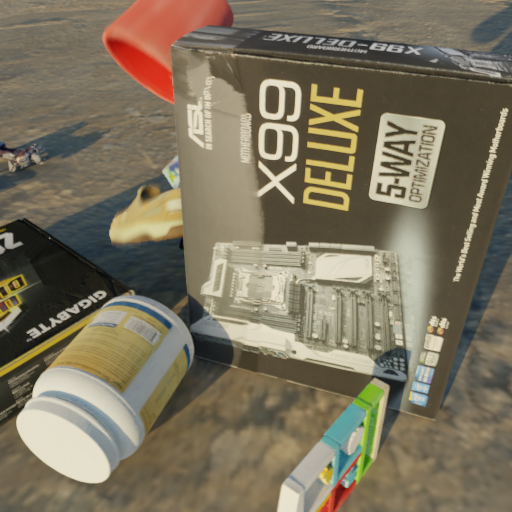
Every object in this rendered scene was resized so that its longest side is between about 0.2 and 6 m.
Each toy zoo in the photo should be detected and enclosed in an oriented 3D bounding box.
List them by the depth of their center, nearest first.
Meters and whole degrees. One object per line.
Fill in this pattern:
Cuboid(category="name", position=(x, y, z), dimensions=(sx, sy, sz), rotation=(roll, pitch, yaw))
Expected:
Cuboid(category="toy zoo", position=(0.666, 2.079, 5.205), dimensions=(0.182, 1.166, 1.777), rotation=(25, 43, 32))

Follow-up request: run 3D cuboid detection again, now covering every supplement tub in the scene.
Cuboid(category="supplement tub", position=(-1.576, 1.389, 6.090), dimensions=(1.257, 1.257, 1.738), rotation=(13, 38, 17))

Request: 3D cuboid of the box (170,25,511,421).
Cuboid(category="box", position=(0.783, -0.247, 6.037), dimensions=(3.108, 3.941, 0.981), rotation=(12, 37, 14))

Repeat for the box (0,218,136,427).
Cuboid(category="box", position=(-3.697, 0.963, 7.064), dimensions=(2.777, 0.858, 3.478), rotation=(26, 43, 34))

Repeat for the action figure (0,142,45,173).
Cuboid(category="action figure", position=(-5.023, -2.114, 11.740), dimensions=(1.367, 0.474, 0.889), rotation=(15, 31, 14))

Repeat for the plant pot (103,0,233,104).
Cuboid(category="plant pot", position=(-0.894, -2.461, 6.248), dimensions=(1.230, 1.230, 1.088), rotation=(29, 82, 34))

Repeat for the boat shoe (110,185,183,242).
Cuboid(category="boat shoe", position=(-1.402, -0.582, 7.511), dimensions=(0.690, 0.733, 1.926), rotation=(-13, 7, -42))

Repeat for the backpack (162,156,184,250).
Cuboid(category="backpack", position=(-0.190, -1.150, 8.303), dimensions=(2.068, 1.661, 2.260), rotation=(-38, 20, -27))
